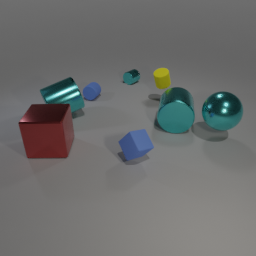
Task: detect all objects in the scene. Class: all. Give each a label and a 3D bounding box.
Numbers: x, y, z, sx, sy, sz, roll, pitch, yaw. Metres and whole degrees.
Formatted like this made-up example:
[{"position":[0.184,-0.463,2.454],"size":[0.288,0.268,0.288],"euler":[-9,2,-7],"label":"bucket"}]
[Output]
[{"position":[0.259,0.531,8.939],"size":[0.700,0.700,0.700],"euler":[-9,66,-42],"label":"cube"},{"position":[1.553,-2.246,12.717],"size":[0.700,0.700,0.700],"euler":[-10,45,10],"label":"cylinder"},{"position":[-1.741,-1.792,13.547],"size":[0.700,0.700,0.700],"euler":[8,28,14],"label":"cylinder"},{"position":[-2.719,-1.215,11.624],"size":[1.400,1.400,1.400],"euler":[-26,37,-14],"label":"cylinder"},{"position":[3.335,-0.596,9.926],"size":[1.400,1.400,1.400],"euler":[0,30,0],"label":"ball"},{"position":[-2.725,0.076,9.655],"size":[1.400,1.400,1.400],"euler":[-1,30,1],"label":"cube"},{"position":[1.901,-0.720,11.057],"size":[1.400,1.400,1.400],"euler":[5,30,8],"label":"cylinder"},{"position":[0.197,-2.802,15.352],"size":[0.700,0.700,0.700],"euler":[21,36,32],"label":"cylinder"}]
